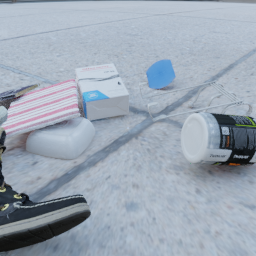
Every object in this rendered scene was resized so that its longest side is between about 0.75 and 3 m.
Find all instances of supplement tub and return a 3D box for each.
[{"bbox_3d":[2.312,0.273,6.459,1.928,1.181,1.181,4,28,-18],"label":"supplement tub"}]

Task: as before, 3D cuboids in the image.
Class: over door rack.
[{"bbox_3d":[1.875,-0.709,8.603,2.934,0.977,2.168,-2,25,-6],"label":"over door rack"}]

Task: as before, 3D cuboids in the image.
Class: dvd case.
[{"bbox_3d":[-4.093,-1.192,9.800,1.407,0.151,1.892,-11,18,11],"label":"dvd case"}]

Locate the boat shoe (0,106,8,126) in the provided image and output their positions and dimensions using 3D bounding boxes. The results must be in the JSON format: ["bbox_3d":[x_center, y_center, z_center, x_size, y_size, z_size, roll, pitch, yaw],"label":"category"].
[{"bbox_3d":[-3.302,0.127,6.556,2.024,0.721,0.706,-23,25,34],"label":"boat shoe"}]

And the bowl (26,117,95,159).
[{"bbox_3d":[-1.821,0.118,7.688,1.601,0.598,1.603,9,30,15],"label":"bowl"}]

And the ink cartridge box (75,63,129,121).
[{"bbox_3d":[-0.975,-1.409,9.485,1.409,0.811,2.433,-11,45,-13],"label":"ink cartridge box"}]

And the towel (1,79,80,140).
[{"bbox_3d":[-2.508,-0.611,8.392,2.169,0.443,2.964,-19,28,-3],"label":"towel"}]

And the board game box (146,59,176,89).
[{"bbox_3d":[1.371,-2.142,11.507,1.147,0.283,1.452,-22,54,19],"label":"board game box"}]

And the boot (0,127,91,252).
[{"bbox_3d":[-2.204,0.931,4.744,2.859,1.046,2.153,-14,61,-4],"label":"boot"}]
